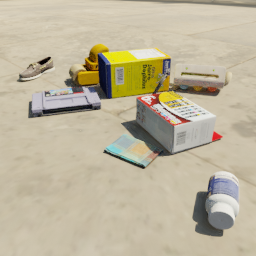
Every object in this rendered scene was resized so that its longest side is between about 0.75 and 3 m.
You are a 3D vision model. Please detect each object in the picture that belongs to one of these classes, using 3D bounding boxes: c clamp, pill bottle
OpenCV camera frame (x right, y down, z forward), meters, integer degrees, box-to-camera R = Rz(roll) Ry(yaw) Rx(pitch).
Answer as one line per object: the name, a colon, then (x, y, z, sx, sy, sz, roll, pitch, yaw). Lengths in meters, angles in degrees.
c clamp: (1.066, -1.405, 9.348, 0.158, 1.164, 0.994, 32, 22, 2)
pill bottle: (1.700, 1.295, 5.046, 0.564, 0.564, 1.016, 10, 31, 16)

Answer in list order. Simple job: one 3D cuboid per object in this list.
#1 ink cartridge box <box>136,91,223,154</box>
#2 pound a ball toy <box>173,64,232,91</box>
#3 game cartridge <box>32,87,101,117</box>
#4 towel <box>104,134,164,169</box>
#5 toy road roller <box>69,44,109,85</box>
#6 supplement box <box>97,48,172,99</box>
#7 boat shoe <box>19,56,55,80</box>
ink cartridge box: (1.373, -0.288, 7.563, 1.678, 0.802, 1.912, -13, 32, -23)
pound a ball toy: (2.789, -1.793, 10.378, 2.051, 0.871, 1.337, 8, 5, 13)
game cartridge: (-2.028, -0.904, 9.110, 2.106, 0.404, 1.365, -8, 35, -14)
towel: (0.142, 0.528, 6.823, 1.200, 0.130, 0.880, 20, 36, 30)
toy road roller: (-1.344, -2.493, 10.856, 1.843, 1.345, 1.132, -12, 32, -20)
supplement box: (0.205, -2.005, 10.071, 2.347, 1.285, 1.278, -10, 32, -15)
boat shoe: (-3.794, -2.481, 11.621, 0.682, 0.565, 1.899, 16, 33, 25)
